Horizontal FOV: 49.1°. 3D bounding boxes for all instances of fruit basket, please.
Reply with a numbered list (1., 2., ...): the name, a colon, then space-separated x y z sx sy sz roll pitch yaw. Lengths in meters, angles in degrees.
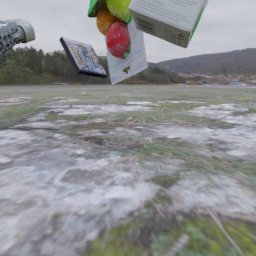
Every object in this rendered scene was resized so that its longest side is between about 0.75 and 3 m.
1. fruit basket: -0.117 -2.540 6.899 1.229 2.622 2.428 -15 4 -21

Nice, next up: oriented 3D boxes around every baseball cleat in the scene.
1. baseball cleat: -3.543 -2.628 7.989 1.590 1.042 2.987 -9 37 -4

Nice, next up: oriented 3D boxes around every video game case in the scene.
1. video game case: -1.296 -2.082 8.330 0.168 1.318 1.191 -42 -23 31

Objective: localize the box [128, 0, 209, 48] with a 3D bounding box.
1. box: 0.684 -1.950 4.460 1.025 0.878 1.020 24 5 8
